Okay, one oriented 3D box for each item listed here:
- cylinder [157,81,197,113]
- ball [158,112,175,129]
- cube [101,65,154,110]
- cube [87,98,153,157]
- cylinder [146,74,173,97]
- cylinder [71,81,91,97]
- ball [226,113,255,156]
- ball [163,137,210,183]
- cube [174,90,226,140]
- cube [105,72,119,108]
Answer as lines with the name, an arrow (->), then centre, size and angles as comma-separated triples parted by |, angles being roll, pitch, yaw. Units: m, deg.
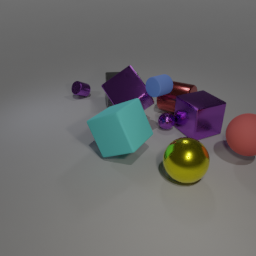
cylinder -> 2.211, -1.355, 12.587 | 1.400, 1.400, 1.400 | 16, 34, 29
ball -> 1.578, -0.291, 11.489 | 0.700, 0.700, 0.700 | 0, 30, 0
cube -> 0.028, -1.338, 11.189 | 1.400, 1.400, 1.400 | -35, 71, 3
cube -> -0.247, -0.003, 9.496 | 1.400, 1.400, 1.400 | -13, 16, 38
cylinder -> 1.092, -1.477, 9.776 | 0.700, 0.700, 0.700 | -20, 35, -39
cylinder -> -2.379, -1.975, 14.191 | 0.700, 0.700, 0.700 | 23, 9, 34
ball -> 3.937, 0.220, 9.172 | 1.400, 1.400, 1.400 | 0, 30, 0
ball -> 1.774, 0.977, 8.570 | 1.400, 1.400, 1.400 | 0, 30, 0
cube -> 2.821, -0.529, 11.197 | 1.400, 1.400, 1.400 | -14, 33, -22
cube -> -0.347, -1.808, 13.418 | 1.400, 1.400, 1.400 | -3, 30, -5
